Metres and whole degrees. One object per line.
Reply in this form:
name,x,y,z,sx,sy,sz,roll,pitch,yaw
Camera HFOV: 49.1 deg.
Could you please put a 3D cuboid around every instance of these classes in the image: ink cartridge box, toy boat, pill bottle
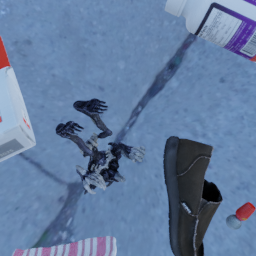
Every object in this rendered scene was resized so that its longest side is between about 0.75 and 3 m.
ink cartridge box,-2.561,-0.395,3.951,1.973,0.610,2.433,-26,63,-5
toy boat,2.249,1.821,4.628,1.227,1.032,0.570,44,113,19
pill bottle,2.374,-2.807,6.745,2.780,1.549,1.549,26,72,1

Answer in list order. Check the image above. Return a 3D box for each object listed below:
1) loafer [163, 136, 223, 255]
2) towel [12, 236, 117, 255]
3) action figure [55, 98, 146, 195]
loafer,1.102,1.276,4.547,0.853,0.873,2.391,-3,114,17
towel,-1.047,2.046,4.058,1.751,1.281,0.262,-11,97,1
action figure,-0.404,0.516,4.637,1.005,1.969,1.170,29,65,39
